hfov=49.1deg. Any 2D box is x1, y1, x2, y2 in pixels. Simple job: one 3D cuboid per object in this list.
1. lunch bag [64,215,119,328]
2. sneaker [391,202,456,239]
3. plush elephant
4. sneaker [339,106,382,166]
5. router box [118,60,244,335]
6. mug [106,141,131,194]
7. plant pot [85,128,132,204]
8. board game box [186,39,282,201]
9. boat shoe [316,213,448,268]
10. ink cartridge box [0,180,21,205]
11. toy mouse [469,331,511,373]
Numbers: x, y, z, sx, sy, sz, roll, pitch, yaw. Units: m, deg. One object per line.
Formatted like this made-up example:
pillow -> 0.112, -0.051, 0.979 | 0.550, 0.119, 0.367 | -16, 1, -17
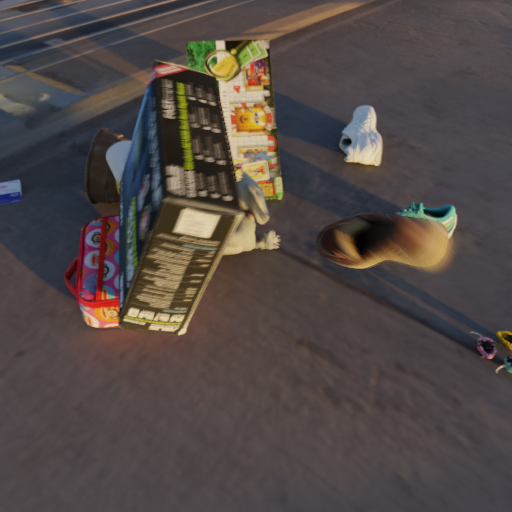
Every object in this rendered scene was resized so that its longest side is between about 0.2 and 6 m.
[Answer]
lunch bag -> -2.580, 0.231, 10.746 | 2.112, 0.982, 2.397 | -7, 46, -6
sneaker -> 3.313, -0.826, 12.175 | 2.021, 0.805, 0.783 | -1, 40, 0
plush elephant -> -0.436, -0.894, 11.455 | 2.015, 1.560, 1.659 | -2, 14, -13
sneaker -> 2.739, -3.321, 15.083 | 1.006, 0.883, 2.510 | -1, 41, 3
router box -> -1.447, -1.017, 9.294 | 1.160, 2.799, 3.736 | 9, 44, -21
mug -> -2.618, -1.753, 11.683 | 0.811, 1.012, 0.831 | -18, 59, -6
plant pot -> -2.777, -1.892, 12.876 | 1.744, 1.761, 1.761 | 12, 41, 2
board game box -> -0.544, -3.220, 13.353 | 2.049, 0.459, 3.911 | -5, 83, -3
boat shoe -> 1.899, -0.332, 9.899 | 1.057, 1.060, 2.937 | 13, -3, -31
ink cartridge box -> -6.075, -1.524, 13.500 | 0.762, 0.168, 0.776 | -13, 40, -15
toy mouse -> 4.213, 1.709, 9.621 | 1.186, 0.229, 1.054 | 19, 43, 21
